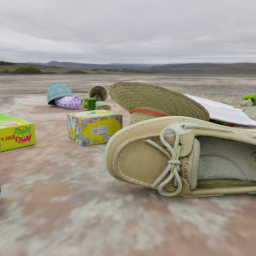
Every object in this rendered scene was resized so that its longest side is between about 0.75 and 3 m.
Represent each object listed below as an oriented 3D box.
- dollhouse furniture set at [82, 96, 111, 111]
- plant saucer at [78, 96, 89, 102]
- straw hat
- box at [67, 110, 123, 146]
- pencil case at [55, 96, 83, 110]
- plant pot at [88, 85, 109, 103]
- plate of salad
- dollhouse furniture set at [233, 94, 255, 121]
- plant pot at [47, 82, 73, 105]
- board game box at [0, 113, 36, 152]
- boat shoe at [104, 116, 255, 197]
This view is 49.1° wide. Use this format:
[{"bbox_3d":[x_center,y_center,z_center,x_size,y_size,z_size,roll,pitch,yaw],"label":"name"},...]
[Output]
[{"bbox_3d":[-1.114,-0.948,10.134,0.953,0.478,0.624,-8,29,-28],"label":"dollhouse furniture set"},{"bbox_3d":[-2.403,-1.236,12.393,1.329,0.207,1.329,0,14,0],"label":"plant saucer"},{"bbox_3d":[0.433,-0.009,5.308,2.113,0.894,2.113,18,-11,4],"label":"straw hat"},{"bbox_3d":[-0.759,-0.040,6.328,0.969,0.591,0.934,-8,15,-30],"label":"box"},{"bbox_3d":[-2.317,-1.025,10.764,1.237,0.529,0.519,11,20,42],"label":"pencil case"},{"bbox_3d":[-1.203,-1.224,11.087,0.778,0.778,0.831,-3,-4,-12],"label":"plant pot"},{"bbox_3d":[1.481,-0.367,6.635,2.995,0.719,2.995,13,12,-3],"label":"plate of salad"},{"bbox_3d":[3.556,-0.306,8.068,1.553,0.779,1.018,-39,20,-32],"label":"dollhouse furniture set"},{"bbox_3d":[-2.766,-1.412,11.186,1.049,0.703,1.049,-17,-8,-2],"label":"plant pot"},{"bbox_3d":[-3.007,0.048,6.213,1.992,0.474,1.012,13,18,43],"label":"board game box"},{"bbox_3d":[1.077,0.424,3.570,2.736,0.998,0.861,6,8,-7],"label":"boat shoe"}]
